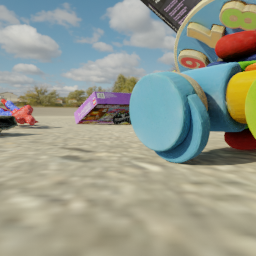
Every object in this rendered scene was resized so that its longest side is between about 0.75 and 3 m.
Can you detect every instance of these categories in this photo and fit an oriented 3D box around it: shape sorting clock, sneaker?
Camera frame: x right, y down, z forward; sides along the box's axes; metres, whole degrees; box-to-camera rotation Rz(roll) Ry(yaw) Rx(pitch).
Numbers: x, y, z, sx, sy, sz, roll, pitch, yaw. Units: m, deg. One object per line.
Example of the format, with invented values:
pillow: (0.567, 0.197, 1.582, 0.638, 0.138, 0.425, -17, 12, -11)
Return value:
shape sorting clock: (1.763, -0.614, 3.485, 2.573, 0.505, 2.573, 22, -24, 10)
sneaker: (0.049, -0.355, 10.349, 1.172, 0.458, 0.529, 0, -1, 27)

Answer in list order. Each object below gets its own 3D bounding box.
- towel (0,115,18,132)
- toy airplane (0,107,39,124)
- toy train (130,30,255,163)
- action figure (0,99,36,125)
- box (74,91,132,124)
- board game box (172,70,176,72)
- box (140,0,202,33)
towel: (-3.812, 0.003, 4.516, 2.871, 0.496, 2.765, -1, -1, 25)
toy airplane: (-4.378, -0.391, 9.385, 2.557, 0.470, 2.557, 11, -11, 2)
toy train: (1.454, -0.244, 1.826, 1.661, 1.215, 2.871, -16, 11, -38)
action figure: (-3.197, -0.385, 7.929, 0.767, 0.606, 2.343, -39, 32, -29)
box: (-0.485, -0.705, 10.501, 2.572, 0.503, 1.760, -2, -20, -35)
board game box: (1.632, -1.436, 8.967, 0.206, 0.440, 0.866, -24, -29, 23)
box: (1.585, -3.132, 6.568, 2.617, 1.871, 0.472, 45, 1, 11)
